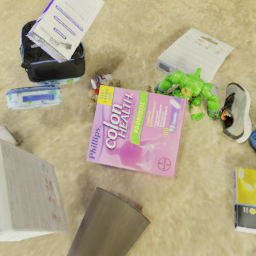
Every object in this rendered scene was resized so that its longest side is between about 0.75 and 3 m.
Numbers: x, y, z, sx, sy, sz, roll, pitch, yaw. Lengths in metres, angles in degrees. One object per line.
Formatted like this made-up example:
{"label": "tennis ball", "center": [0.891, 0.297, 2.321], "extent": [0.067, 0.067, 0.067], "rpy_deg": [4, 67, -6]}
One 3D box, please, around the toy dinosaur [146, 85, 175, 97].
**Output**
{"label": "toy dinosaur", "center": [1.115, -0.680, 11.077], "extent": [1.681, 1.265, 2.477], "rpy_deg": [-16, 80, 9]}

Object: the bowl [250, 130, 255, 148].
{"label": "bowl", "center": [5.453, 0.439, 10.201], "extent": [1.864, 0.366, 1.864], "rpy_deg": [-7, 20, 2]}

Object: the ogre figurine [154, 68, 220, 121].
{"label": "ogre figurine", "center": [2.415, -1.440, 11.154], "extent": [1.401, 1.711, 2.855], "rpy_deg": [-35, 64, -20]}

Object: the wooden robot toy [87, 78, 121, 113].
{"label": "wooden robot toy", "center": [-1.274, -1.536, 11.760], "extent": [0.960, 0.932, 2.115], "rpy_deg": [25, 60, 27]}

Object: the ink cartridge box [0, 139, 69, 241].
{"label": "ink cartridge box", "center": [-2.306, 1.524, 6.456], "extent": [0.580, 2.452, 1.963], "rpy_deg": [-23, 65, 5]}

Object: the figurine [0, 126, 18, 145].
{"label": "figurine", "center": [-4.804, 1.176, 10.099], "extent": [1.981, 0.874, 2.030], "rpy_deg": [-36, 64, -15]}

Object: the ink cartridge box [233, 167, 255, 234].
{"label": "ink cartridge box", "center": [4.682, 2.480, 9.376], "extent": [2.146, 0.504, 2.121], "rpy_deg": [5, 57, 10]}

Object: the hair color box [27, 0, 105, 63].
{"label": "hair color box", "center": [-2.132, -3.835, 9.829], "extent": [0.869, 1.466, 2.683], "rpy_deg": [5, 63, 53]}

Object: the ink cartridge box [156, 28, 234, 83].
{"label": "ink cartridge box", "center": [3.106, -3.233, 12.926], "extent": [2.377, 0.702, 2.970], "rpy_deg": [34, 60, 20]}

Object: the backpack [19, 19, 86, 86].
{"label": "backpack", "center": [-3.281, -3.234, 12.012], "extent": [2.569, 2.063, 2.807], "rpy_deg": [-12, 60, -16]}

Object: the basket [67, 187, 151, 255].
{"label": "basket", "center": [-0.737, 3.282, 8.337], "extent": [2.058, 1.553, 2.283], "rpy_deg": [38, 67, -9]}

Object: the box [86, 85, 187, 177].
{"label": "box", "center": [0.338, 0.107, 9.750], "extent": [2.954, 1.428, 2.599], "rpy_deg": [11, 87, 7]}

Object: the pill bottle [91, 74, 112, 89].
{"label": "pill bottle", "center": [-1.124, -2.032, 12.224], "extent": [0.859, 0.513, 0.513], "rpy_deg": [-25, 61, -15]}

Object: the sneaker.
{"label": "sneaker", "center": [4.143, -0.760, 10.988], "extent": [1.069, 0.996, 2.695], "rpy_deg": [18, 57, -16]}

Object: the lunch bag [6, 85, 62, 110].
{"label": "lunch bag", "center": [-3.168, -1.033, 9.513], "extent": [1.720, 1.382, 0.709], "rpy_deg": [-9, 97, -26]}
